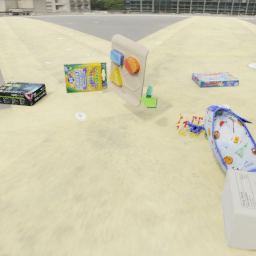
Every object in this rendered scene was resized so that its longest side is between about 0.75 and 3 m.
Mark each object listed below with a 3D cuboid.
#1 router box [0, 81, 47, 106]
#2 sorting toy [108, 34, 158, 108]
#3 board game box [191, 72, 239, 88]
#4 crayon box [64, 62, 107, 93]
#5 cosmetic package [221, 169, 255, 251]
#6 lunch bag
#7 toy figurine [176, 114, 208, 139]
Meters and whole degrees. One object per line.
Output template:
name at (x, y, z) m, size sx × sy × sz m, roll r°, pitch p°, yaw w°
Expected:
router box at (-4.734, -1.535, 12.330) m, size 1.831 × 0.569 × 1.372 m, roll 5°, pitch 28°, yaw 10°
sorting toy at (0.136, -1.753, 9.313) m, size 0.403 × 2.026 × 2.741 m, roll -15°, pitch 38°, yaw -35°
board game box at (4.441, -2.484, 14.373) m, size 2.002 × 0.345 × 1.355 m, roll -3°, pitch 28°, yaw -6°
crayon box at (-1.947, -2.385, 13.199) m, size 2.015 × 1.267 × 0.520 m, roll -6°, pitch 28°, yaw -12°
cosmetic package at (3.388, 1.756, 5.623) m, size 2.723 × 0.995 × 1.410 m, roll 5°, pitch 28°, yaw 12°
lunch bag at (2.587, 0.212, 7.158) m, size 1.091 × 1.762 × 1.498 m, roll -27°, pitch 1°, yaw 10°
toy figurine at (2.478, -0.133, 9.528) m, size 1.479 × 0.780 × 0.886 m, roll 14°, pitch 25°, yaw 22°
